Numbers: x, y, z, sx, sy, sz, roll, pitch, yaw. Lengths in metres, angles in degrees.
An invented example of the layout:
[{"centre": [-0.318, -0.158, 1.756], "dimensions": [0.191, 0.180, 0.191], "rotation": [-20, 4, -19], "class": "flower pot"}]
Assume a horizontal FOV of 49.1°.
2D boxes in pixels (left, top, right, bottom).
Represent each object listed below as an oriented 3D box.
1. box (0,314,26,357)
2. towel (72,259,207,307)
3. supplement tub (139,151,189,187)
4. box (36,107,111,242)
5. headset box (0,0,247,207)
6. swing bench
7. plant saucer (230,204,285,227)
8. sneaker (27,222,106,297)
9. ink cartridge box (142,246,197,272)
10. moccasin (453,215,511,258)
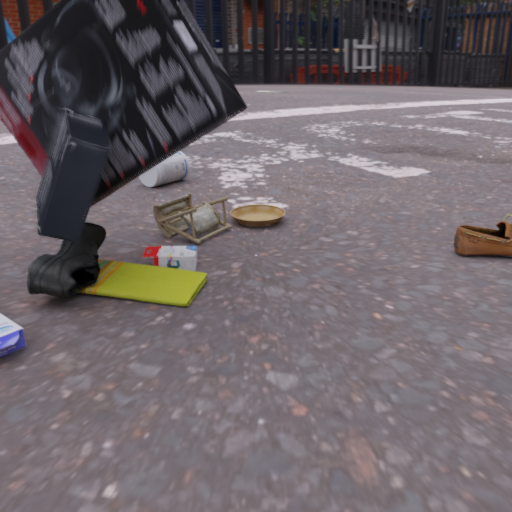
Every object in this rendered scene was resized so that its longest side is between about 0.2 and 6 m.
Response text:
[{"centre": [-3.999, 1.105, 7.755], "dimensions": [1.710, 0.355, 1.018], "rotation": [21, 30, 37], "class": "box"}, {"centre": [-2.189, 0.464, 9.577], "dimensions": [2.541, 0.229, 1.093], "rotation": [6, 28, 13], "class": "towel"}, {"centre": [-2.642, -2.509, 16.091], "dimensions": [0.871, 0.871, 1.320], "rotation": [16, 27, 35], "class": "supplement tub"}, {"centre": [-2.831, -1.235, 8.561], "dimensions": [0.654, 1.658, 1.170], "rotation": [14, 28, -28], "class": "box"}, {"centre": [-2.555, -2.665, 9.449], "dimensions": [3.804, 2.831, 1.469], "rotation": [-27, 13, 23], "class": "headset box"}, {"centre": [-1.365, -0.839, 12.097], "dimensions": [1.197, 0.777, 1.191], "rotation": [8, 23, 33], "class": "swing bench"}, {"centre": [0.035, -0.907, 12.934], "dimensions": [1.276, 0.226, 1.276], "rotation": [0, 22, 0], "class": "plant saucer"}, {"centre": [-2.951, 0.116, 9.402], "dimensions": [0.894, 0.748, 1.970], "rotation": [14, 36, 8], "class": "sneaker"}, {"centre": [-1.591, 0.055, 10.390], "dimensions": [0.952, 0.320, 0.553], "rotation": [-1, 22, -2], "class": "ink cartridge box"}, {"centre": [4.843, -0.386, 10.937], "dimensions": [1.899, 0.733, 0.695], "rotation": [2, 22, 6], "class": "moccasin"}]
